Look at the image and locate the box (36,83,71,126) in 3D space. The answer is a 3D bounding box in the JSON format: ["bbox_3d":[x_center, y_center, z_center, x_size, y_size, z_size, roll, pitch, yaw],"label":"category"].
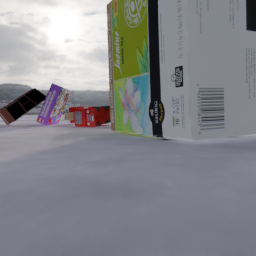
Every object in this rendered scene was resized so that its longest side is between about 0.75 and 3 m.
[{"bbox_3d":[-2.545,-0.812,9.818,0.386,1.350,1.973,22,2,-4],"label":"box"}]

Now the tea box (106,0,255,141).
[{"bbox_3d":[0.949,-1.242,5.177,1.817,2.720,2.675,-4,3,-27],"label":"tea box"}]

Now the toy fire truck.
[{"bbox_3d":[-1.447,-0.412,9.211,1.693,0.585,2.400,-2,6,13],"label":"toy fire truck"}]

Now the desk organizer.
[{"bbox_3d":[-3.323,-0.748,8.933,0.571,0.532,1.484,-14,25,44],"label":"desk organizer"}]
